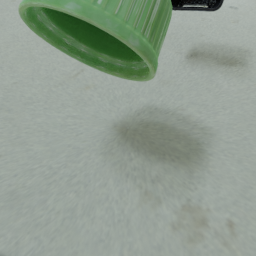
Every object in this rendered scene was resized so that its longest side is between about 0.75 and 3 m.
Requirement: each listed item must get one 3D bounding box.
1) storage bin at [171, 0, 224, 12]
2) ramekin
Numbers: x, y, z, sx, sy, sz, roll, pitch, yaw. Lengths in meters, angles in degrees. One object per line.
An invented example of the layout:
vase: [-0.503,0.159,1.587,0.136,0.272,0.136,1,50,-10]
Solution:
storage bin: [1.919,-4.650,7.632,1.681,2.486,1.165,11,51,21]
ramekin: [-0.435,-1.843,4.718,2.401,2.401,1.173,22,86,21]
